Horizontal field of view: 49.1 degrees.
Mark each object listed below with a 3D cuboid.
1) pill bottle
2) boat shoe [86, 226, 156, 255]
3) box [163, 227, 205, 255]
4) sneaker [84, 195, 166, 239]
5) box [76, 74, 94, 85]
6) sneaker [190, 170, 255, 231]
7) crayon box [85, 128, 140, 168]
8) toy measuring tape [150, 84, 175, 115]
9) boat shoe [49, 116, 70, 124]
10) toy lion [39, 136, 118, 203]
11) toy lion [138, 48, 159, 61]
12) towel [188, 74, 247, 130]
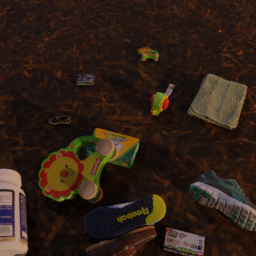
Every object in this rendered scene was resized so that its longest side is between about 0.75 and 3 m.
[{"bbox_3d":[-3.603,2.460,7.907,1.395,1.395,2.411,-11,51,-9],"label":"pill bottle"},{"bbox_3d":[-0.119,3.332,7.681,2.021,0.711,0.711,-20,55,-6],"label":"boat shoe"},{"bbox_3d":[1.599,3.292,8.005,1.100,0.191,0.605,12,52,9],"label":"box"},{"bbox_3d":[-0.051,2.632,8.168,2.493,1.025,0.922,-15,71,11],"label":"sneaker"},{"bbox_3d":[-1.891,-2.166,12.469,0.751,0.173,0.597,-1,51,0],"label":"box"},{"bbox_3d":[3.222,2.102,8.537,2.507,0.972,1.143,30,53,20],"label":"sneaker"},{"bbox_3d":[-0.532,0.695,9.923,1.683,0.490,0.999,14,52,11],"label":"crayon box"},{"bbox_3d":[1.450,-1.323,11.436,0.765,0.765,2.080,23,54,18],"label":"toy measuring tape"},{"bbox_3d":[-2.679,-0.341,10.916,0.848,0.270,0.300,-3,51,-2],"label":"boat shoe"},{"bbox_3d":[-1.710,1.285,9.061,2.207,0.790,2.302,15,70,19],"label":"toy lion"},{"bbox_3d":[0.980,-3.633,13.618,0.971,0.333,0.931,2,43,1],"label":"toy lion"},{"bbox_3d":[3.740,-1.147,11.439,1.961,0.482,2.643,22,54,16],"label":"towel"}]
